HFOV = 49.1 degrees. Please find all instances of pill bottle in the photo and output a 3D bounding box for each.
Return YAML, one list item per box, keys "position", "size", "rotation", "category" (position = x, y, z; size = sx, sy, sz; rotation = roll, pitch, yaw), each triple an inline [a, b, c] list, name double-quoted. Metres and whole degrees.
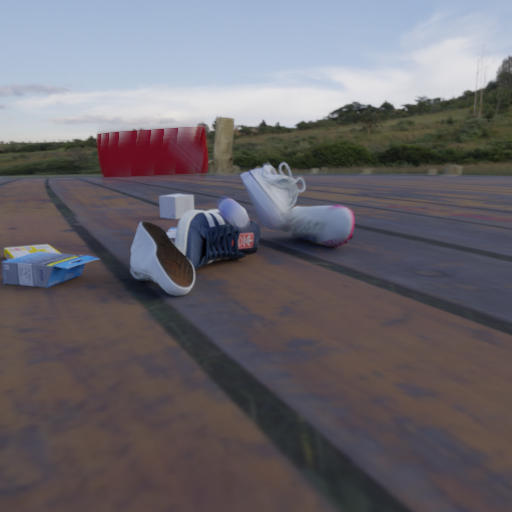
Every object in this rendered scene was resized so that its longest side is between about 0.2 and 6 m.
- position: [-0.382, -0.734, 9.736]
  size: [0.353, 0.353, 0.630]
  rotation: [-5, 26, -25]
  category: "pill bottle"

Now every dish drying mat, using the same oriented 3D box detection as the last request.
- position: [-2.413, -2.354, 12.799]
  size: [2.727, 1.047, 0.248]
  rotation: [1, 19, 19]
  category: "dish drying mat"

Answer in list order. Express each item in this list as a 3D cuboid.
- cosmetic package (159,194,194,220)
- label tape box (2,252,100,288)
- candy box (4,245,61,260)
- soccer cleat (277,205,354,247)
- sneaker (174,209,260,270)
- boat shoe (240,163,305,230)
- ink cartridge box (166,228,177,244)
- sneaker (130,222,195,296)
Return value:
- position: [-2.454, -1.531, 17.345]
  size: [0.700, 0.696, 0.837]
  rotation: [8, 15, 36]
  category: "cosmetic package"
- position: [-3.251, 0.226, 8.943]
  size: [1.221, 0.404, 0.875]
  rotation: [6, 13, 18]
  category: "label tape box"
- position: [-4.158, 0.018, 10.477]
  size: [0.845, 0.218, 1.654]
  rotation: [-9, 13, -29]
  category: "candy box"
- position: [1.216, -0.662, 12.338]
  size: [1.101, 0.891, 2.551]
  rotation: [2, 2, -18]
  category: "soccer cleat"
- position: [-0.601, -0.314, 10.217]
  size: [1.174, 1.042, 2.779]
  rotation: [11, 17, 11]
  category: "sneaker"
- position: [0.483, -1.508, 12.714]
  size: [1.272, 1.102, 2.983]
  rotation: [-26, 19, 2]
  category: "boat shoe"
- position: [-1.447, -0.274, 11.416]
  size: [0.751, 0.439, 1.294]
  rotation: [0, 11, -2]
  category: "ink cartridge box"
- position: [-1.511, 0.225, 8.723]
  size: [0.677, 0.787, 1.859]
  rotation: [18, 20, -34]
  category: "sneaker"
